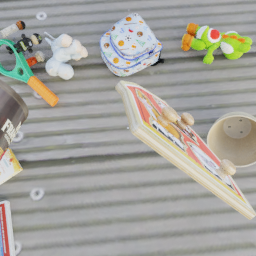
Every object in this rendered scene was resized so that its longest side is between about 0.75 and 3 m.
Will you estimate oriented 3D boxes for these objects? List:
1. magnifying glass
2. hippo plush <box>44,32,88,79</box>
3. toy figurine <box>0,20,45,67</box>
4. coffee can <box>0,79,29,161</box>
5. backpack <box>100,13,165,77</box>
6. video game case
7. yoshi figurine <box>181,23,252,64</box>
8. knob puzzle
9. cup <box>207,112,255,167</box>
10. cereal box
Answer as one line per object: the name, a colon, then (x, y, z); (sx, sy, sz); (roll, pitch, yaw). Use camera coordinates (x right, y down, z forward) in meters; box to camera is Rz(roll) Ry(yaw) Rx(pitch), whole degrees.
magnifying glass: (-3.066, -1.599, 8.256); (2.578, 0.289, 1.026); (41, 120, 4)
hippo plush: (-1.971, -2.057, 8.197); (1.376, 1.096, 1.107); (21, 82, -12)
toy figurine: (-3.094, -2.495, 8.342); (0.817, 1.175, 1.156); (-37, 72, -22)
coffee can: (-3.324, 0.318, 5.279); (1.847, 1.847, 2.524); (16, 60, 6)
backpack: (0.023, -2.385, 8.274); (1.644, 1.329, 1.726); (-35, 76, -1)
video game case: (-4.020, 2.910, 6.866); (2.345, 0.205, 1.676); (-14, 70, -5)
yoshi figurine: (2.730, -2.558, 8.626); (1.975, 1.110, 1.106); (18, 30, 21)
knob puzzle: (0.903, -0.025, 4.708); (2.909, 2.909, 0.403); (47, 107, 15)
cup: (2.852, 0.141, 7.332); (1.438, 1.438, 1.029); (24, 31, 8)
cereal box: (-3.456, 1.107, 7.523); (1.009, 0.199, 0.726); (-35, 74, -12)
